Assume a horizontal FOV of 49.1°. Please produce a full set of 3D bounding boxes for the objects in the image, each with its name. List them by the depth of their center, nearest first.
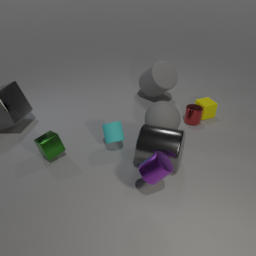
[{"bbox_3d":[0.777,1.113,7.777,0.700,0.700,0.700,37,28,-23],"label":"cylinder"},{"bbox_3d":[1.093,0.653,9.369,1.400,1.400,1.400,10,33,16],"label":"cylinder"},{"bbox_3d":[-2.759,0.599,9.879,0.700,0.700,0.700,-34,28,-26],"label":"cube"},{"bbox_3d":[-0.532,0.163,10.184,0.700,0.700,0.700,-12,-2,0],"label":"cylinder"},{"bbox_3d":[1.348,-0.356,10.931,1.400,1.400,1.400,0,32,0],"label":"ball"},{"bbox_3d":[-5.078,-0.857,11.397,1.400,1.400,1.400,-15,26,21],"label":"cube"},{"bbox_3d":[2.802,-0.578,11.987,0.700,0.700,0.700,2,29,-1],"label":"cylinder"},{"bbox_3d":[3.431,-0.870,12.441,0.700,0.700,0.700,-12,37,-22],"label":"cube"},{"bbox_3d":[1.441,-2.332,13.539,1.400,1.400,1.400,-19,-2,-27],"label":"cylinder"}]
